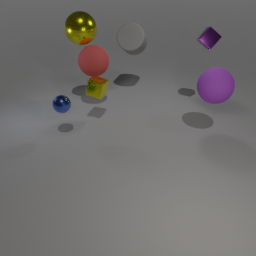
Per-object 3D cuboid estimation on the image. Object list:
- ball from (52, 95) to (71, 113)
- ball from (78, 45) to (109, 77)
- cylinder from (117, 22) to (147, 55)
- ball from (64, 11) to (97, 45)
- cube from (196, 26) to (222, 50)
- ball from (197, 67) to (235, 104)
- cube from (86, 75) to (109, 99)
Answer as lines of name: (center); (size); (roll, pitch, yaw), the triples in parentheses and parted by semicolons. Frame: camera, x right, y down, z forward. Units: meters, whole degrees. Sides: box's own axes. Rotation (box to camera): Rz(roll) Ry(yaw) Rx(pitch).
ball: (-2.540, -0.914, 10.741); (0.700, 0.700, 0.700); (0, 31, 0)
ball: (-1.546, -3.017, 12.621); (1.400, 1.400, 1.400); (0, 31, 0)
cylinder: (0.231, -4.579, 14.478); (1.400, 1.400, 1.400); (6, 7, 9)
ball: (-2.053, -4.332, 12.189); (1.400, 1.400, 1.400); (0, 31, 0)
cube: (3.568, -3.965, 12.375); (0.700, 0.700, 0.700); (39, 14, -8)
ball: (3.372, -1.625, 10.786); (1.400, 1.400, 1.400); (0, 31, 0)
cube: (-1.297, -1.727, 11.857); (0.700, 0.700, 0.700); (19, 28, 9)
